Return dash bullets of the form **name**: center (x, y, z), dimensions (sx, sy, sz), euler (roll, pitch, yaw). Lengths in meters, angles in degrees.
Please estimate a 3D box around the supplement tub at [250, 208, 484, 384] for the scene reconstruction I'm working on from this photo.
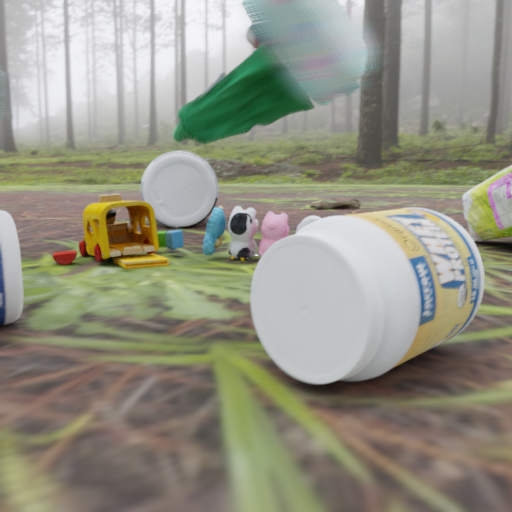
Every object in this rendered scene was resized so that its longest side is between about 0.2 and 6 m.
- **supplement tub**: center (0.710, 0.212, 3.464), dimensions (0.962, 0.962, 1.330), euler (8, 12, 42)

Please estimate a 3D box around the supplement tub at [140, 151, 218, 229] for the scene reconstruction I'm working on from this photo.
- **supplement tub**: center (-1.728, -1.537, 12.699), dimensions (1.627, 1.627, 2.656), euler (-1, 9, -8)

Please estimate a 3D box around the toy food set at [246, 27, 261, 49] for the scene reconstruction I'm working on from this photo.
- **toy food set**: center (0.752, -3.823, 10.622), dimensions (2.301, 1.098, 1.035), euler (34, 18, -41)

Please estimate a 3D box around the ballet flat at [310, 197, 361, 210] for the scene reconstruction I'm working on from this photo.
- **ballet flat**: center (2.454, -1.622, 17.358), dimensions (1.617, 0.375, 0.545), euler (-1, 9, -6)

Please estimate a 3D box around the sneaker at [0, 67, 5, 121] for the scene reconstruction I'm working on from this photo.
- **sneaker**: center (-2.667, -1.830, 4.458), dimensions (0.885, 2.499, 0.913), euler (36, 44, 22)

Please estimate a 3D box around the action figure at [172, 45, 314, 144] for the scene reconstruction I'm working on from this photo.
- **action figure**: center (-0.456, -2.656, 9.860), dimensions (2.552, 1.507, 0.698), euler (-22, 40, 22)

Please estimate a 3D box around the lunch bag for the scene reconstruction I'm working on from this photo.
- **lunch bag**: center (0.873, -3.438, 8.670), dimensions (0.992, 2.065, 2.574), euler (-30, 18, 28)

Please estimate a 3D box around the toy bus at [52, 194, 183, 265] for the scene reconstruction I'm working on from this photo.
- **toy bus**: center (-1.960, -0.420, 7.698), dimensions (1.628, 0.841, 1.537), euler (-2, 9, 13)

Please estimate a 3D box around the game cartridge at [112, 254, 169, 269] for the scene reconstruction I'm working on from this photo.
- **game cartridge**: center (-1.514, 0.069, 7.297), dimensions (0.581, 0.107, 0.659), euler (-4, 7, -27)

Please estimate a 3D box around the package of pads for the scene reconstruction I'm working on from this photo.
- **package of pads**: center (4.496, -0.893, 8.303), dimensions (2.172, 0.959, 2.812), euler (-10, -5, 3)

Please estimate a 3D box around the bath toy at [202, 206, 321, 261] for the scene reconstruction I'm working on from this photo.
- **bath toy**: center (0.141, -0.205, 7.444), dimensions (1.669, 0.726, 0.617), euler (5, 49, 17)

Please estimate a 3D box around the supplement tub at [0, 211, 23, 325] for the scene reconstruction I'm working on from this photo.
- **supplement tub**: center (-2.462, 0.135, 4.157), dimensions (1.256, 0.907, 0.907), euler (-6, 11, -30)
